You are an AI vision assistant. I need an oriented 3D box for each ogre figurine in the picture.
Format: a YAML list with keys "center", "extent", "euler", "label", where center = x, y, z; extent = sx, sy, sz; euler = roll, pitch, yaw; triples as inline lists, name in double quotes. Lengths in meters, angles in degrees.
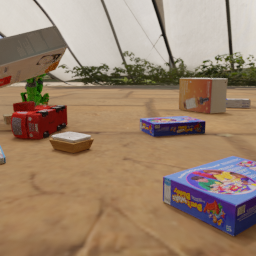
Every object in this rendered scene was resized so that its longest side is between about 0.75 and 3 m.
- center: [-4.961, -2.057, 14.922]
  extent: [1.443, 1.763, 2.941]
  euler: [-1, 11, -29]
  label: "ogre figurine"

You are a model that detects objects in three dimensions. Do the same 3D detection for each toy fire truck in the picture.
- center: [-2.937, -0.314, 8.416]
  extent: [2.027, 0.701, 2.874]
  euler: [1, 11, 8]
  label: "toy fire truck"

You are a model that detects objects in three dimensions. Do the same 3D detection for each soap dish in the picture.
- center: [-1.232, 0.310, 6.118]
  extent: [0.780, 0.317, 0.613]
  euler: [7, 13, 35]
  label: "soap dish"

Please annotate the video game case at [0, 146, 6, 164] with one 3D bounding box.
- center: [-3.164, 0.568, 5.224]
  extent: [1.526, 0.136, 1.092]
  euler: [-6, 12, -28]
  label: "video game case"

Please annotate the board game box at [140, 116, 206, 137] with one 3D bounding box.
- center: [1.253, -0.069, 8.041]
  extent: [1.572, 0.352, 1.057]
  euler: [-3, 11, -18]
  label: "board game box"

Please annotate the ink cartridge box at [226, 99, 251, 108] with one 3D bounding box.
- center: [5.185, -1.280, 14.367]
  extent: [1.927, 0.426, 0.906]
  euler: [3, 10, 15]
  label: "ink cartridge box"

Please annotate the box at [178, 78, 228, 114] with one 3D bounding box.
- center: [3.328, -1.499, 12.601]
  extent: [1.039, 1.488, 1.955]
  euler: [-6, 12, -32]
  label: "box"

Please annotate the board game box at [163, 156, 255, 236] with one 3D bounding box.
- center: [1.355, 0.760, 3.601]
  extent: [1.534, 0.344, 1.032]
  euler: [-8, 13, -36]
  label: "board game box"

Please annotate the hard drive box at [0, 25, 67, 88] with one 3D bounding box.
- center: [-3.485, -2.394, 9.537]
  extent: [2.338, 0.898, 1.822]
  euler: [-28, -1, -30]
  label: "hard drive box"
